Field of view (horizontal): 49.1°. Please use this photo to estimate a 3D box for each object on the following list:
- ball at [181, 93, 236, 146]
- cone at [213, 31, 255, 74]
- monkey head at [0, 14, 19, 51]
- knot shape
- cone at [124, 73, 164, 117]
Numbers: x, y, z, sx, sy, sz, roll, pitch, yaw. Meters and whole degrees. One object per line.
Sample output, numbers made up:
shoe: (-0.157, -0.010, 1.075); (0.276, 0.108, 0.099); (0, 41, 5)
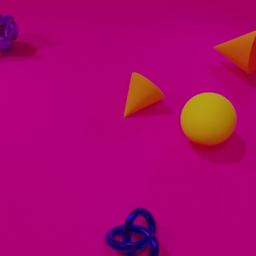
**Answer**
ball: (1.868, -0.196, 6.544); (1.245, 1.245, 1.245); (0, 49, 0)
cone: (3.242, -2.396, 8.583); (1.304, 1.299, 1.299); (18, 51, 32)
monkey head: (-4.280, -3.134, 9.099); (1.340, 1.123, 1.863); (-3, 8, -36)
knot shape: (0.062, 2.069, 5.291); (1.008, 0.498, 1.077); (-1, 50, 0)
cone: (0.224, -0.728, 7.649); (1.104, 1.104, 1.108); (36, 87, 27)
